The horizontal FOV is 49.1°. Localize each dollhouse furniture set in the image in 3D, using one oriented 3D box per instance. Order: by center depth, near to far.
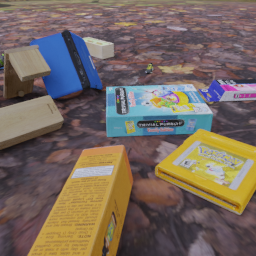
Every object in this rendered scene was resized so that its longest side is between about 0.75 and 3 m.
[{"bbox_3d":[-3.454,-0.510,8.422,2.597,2.225,2.730,-23,71,-34],"label":"dollhouse furniture set"}]

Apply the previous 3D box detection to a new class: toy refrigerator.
[{"bbox_3d":[-1.736,-4.283,14.814,0.815,0.751,2.147,-24,38,-36],"label":"toy refrigerator"}]

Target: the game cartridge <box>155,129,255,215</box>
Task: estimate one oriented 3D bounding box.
[{"bbox_3d":[1.970,0.789,6.263,1.899,0.349,2.154,21,37,32],"label":"game cartridge"}]

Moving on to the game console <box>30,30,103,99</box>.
[{"bbox_3d":[-2.107,-2.168,9.931,1.283,2.169,1.851,-23,-5,18],"label":"game console"}]

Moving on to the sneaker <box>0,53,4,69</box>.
[{"bbox_3d":[-5.665,-3.049,12.655,1.753,0.726,0.621,-9,29,-15],"label":"sneaker"}]

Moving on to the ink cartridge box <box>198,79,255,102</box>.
[{"bbox_3d":[3.898,-1.370,10.037,2.475,0.459,1.172,-4,30,-3],"label":"ink cartridge box"}]

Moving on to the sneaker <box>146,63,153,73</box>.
[{"bbox_3d":[0.940,-2.642,12.330,0.301,0.342,0.809,4,30,9],"label":"sneaker"}]

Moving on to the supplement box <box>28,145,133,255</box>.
[{"bbox_3d":[-0.612,1.408,4.430,0.972,0.940,2.826,-7,27,12],"label":"supplement box"}]

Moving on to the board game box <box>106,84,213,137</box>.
[{"bbox_3d":[0.780,-0.599,8.386,2.850,0.669,2.151,-2,30,-3],"label":"board game box"}]
